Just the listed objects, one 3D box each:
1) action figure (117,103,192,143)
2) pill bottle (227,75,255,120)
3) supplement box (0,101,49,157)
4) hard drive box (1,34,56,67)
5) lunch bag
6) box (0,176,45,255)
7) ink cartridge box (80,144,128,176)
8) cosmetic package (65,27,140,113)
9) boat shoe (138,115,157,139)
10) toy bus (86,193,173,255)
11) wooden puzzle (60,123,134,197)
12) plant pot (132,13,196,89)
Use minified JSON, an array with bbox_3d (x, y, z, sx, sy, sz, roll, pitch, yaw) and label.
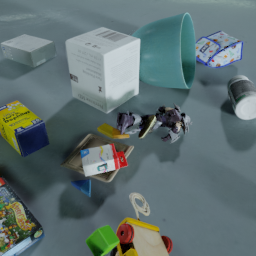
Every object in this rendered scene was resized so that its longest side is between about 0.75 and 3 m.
[{"bbox_3d":[0.917,-0.203,8.991,2.464,0.855,1.603,-1,29,-12],"label":"action figure"},{"bbox_3d":[4.160,-1.156,10.090,0.971,0.971,1.717,3,38,4],"label":"pill bottle"},{"bbox_3d":[-3.323,-0.014,8.646,0.906,0.912,1.665,-31,47,-34],"label":"supplement box"},{"bbox_3d":[-4.841,-3.824,13.702,2.030,0.780,1.582,20,42,24],"label":"hard drive box"},{"bbox_3d":[4.114,-3.653,13.220,1.932,1.196,1.642,-24,42,-8],"label":"lunch bag"},{"bbox_3d":[-3.037,2.103,6.332,1.401,0.387,2.051,-31,47,-33],"label":"box"},{"bbox_3d":[-0.643,0.820,7.517,1.169,0.393,0.679,-13,36,-8],"label":"ink cartridge box"},{"bbox_3d":[-0.860,-2.158,10.292,1.889,2.292,1.891,27,45,31],"label":"cosmetic package"},{"bbox_3d":[0.625,0.017,8.297,0.320,0.294,0.895,-8,42,49],"label":"boat shoe"},{"bbox_3d":[0.168,2.700,4.829,2.367,1.296,2.509,46,17,9],"label":"toy bus"},{"bbox_3d":[-0.842,0.830,8.097,1.800,0.312,2.668,17,40,28],"label":"wooden puzzle"},{"bbox_3d":[1.313,-2.910,11.106,2.252,2.806,2.806,1,35,25],"label":"plant pot"}]
